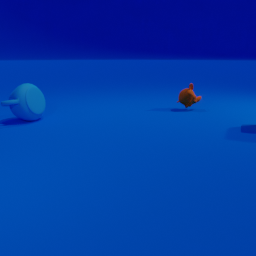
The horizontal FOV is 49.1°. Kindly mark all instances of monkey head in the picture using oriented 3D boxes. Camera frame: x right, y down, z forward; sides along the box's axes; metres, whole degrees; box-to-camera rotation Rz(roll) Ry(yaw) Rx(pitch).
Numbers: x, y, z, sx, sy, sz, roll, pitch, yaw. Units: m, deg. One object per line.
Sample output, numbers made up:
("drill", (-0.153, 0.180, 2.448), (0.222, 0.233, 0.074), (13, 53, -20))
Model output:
("monkey head", (2.187, -1.113, 9.956), (0.752, 1.046, 0.630), (-19, 65, -32))

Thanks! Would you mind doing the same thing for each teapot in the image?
("teapot", (-3.059, -0.752, 8.464), (0.882, 1.120, 1.801), (-9, 2, 22))
